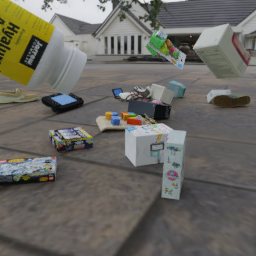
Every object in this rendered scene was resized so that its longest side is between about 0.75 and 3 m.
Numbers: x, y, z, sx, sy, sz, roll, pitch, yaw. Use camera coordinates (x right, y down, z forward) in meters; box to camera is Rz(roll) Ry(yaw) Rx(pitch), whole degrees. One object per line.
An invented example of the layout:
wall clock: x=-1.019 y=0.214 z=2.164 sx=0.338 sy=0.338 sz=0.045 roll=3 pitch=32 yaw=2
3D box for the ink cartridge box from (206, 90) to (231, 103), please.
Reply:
ink cartridge box: x=5.002 y=-1.703 z=15.540 sx=1.104 sy=0.463 sz=0.969 roll=-2 pitch=-19 yaw=-9

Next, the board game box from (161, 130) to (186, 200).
board game box: x=0.979 y=0.743 z=5.885 sx=0.387 sy=1.204 sz=0.888 roll=4 pitch=16 yaw=15

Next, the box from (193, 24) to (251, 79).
box: x=2.852 y=-2.248 z=8.448 sx=1.481 sy=0.807 sz=0.947 roll=40 pitch=-16 yaw=-31

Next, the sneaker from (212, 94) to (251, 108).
sneaker: x=5.248 y=-1.419 z=14.664 sx=2.014 sy=0.675 sz=0.904 roll=-2 pitch=8 yaw=-6

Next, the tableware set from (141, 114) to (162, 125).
tableware set: x=0.943 y=-0.275 z=10.742 sx=0.722 sy=0.219 sz=1.093 roll=23 pitch=10 yaw=-17

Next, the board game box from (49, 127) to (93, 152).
board game box: x=-1.829 y=0.337 z=8.860 sx=1.084 sy=0.372 sz=1.311 roll=-5 pitch=17 yaw=-25

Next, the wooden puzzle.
wooden puzzle: x=-0.243 y=-0.318 z=11.034 sx=1.874 sy=0.434 sz=1.736 roll=-4 pitch=17 yaw=-12

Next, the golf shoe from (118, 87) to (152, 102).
golf shoe: x=0.405 y=-1.960 z=16.022 sx=2.049 sy=0.902 sz=0.791 roll=5 pitch=18 yaw=23

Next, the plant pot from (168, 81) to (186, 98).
plant pot: x=3.028 y=-2.331 z=17.357 sx=0.962 sy=0.945 sz=0.942 roll=18 pitch=21 yaw=19

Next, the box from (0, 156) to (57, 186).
box: x=-2.434 y=1.003 z=6.657 sx=1.412 sy=0.282 sz=0.967 roll=-3 pitch=16 yaw=-11

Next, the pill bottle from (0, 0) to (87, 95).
pill bottle: x=-2.312 y=-1.773 z=6.057 sx=2.671 sy=1.486 sz=1.486 roll=25 pitch=5 yaw=-25

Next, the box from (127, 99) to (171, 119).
box: x=0.917 y=-0.832 z=12.224 sx=1.102 sy=0.616 sz=1.562 roll=4 pitch=9 yaw=-44

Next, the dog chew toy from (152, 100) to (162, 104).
dog chew toy: x=1.470 y=-1.136 z=13.861 sx=0.520 sy=0.520 sz=0.835 roll=9 pitch=10 yaw=28

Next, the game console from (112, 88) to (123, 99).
game console: x=-0.421 y=-2.107 z=17.123 sx=0.795 sy=0.547 sz=0.922 roll=12 pitch=20 yaw=37

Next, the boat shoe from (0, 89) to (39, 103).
boat shoe: x=-6.237 y=-1.850 z=15.829 sx=2.261 sy=0.751 sz=0.837 roll=-9 pitch=18 yaw=-29

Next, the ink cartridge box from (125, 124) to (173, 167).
ink cartridge box: x=0.600 y=0.433 z=7.604 sx=1.164 sy=0.850 sz=0.854 roll=-6 pitch=18 yaw=-19

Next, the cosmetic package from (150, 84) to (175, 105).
cosmetic package: x=1.836 y=-1.904 z=15.632 sx=0.695 sy=0.824 sz=1.593 roll=19 pitch=9 yaw=-24

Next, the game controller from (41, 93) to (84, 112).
game controller: x=-3.242 y=-1.360 z=14.082 sx=1.257 sy=0.507 sz=2.409 roll=37 pitch=25 yaw=9

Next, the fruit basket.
fruit basket: x=1.719 y=-3.392 z=11.997 sx=1.820 sy=0.853 sz=1.686 roll=30 pitch=38 yaw=-2
